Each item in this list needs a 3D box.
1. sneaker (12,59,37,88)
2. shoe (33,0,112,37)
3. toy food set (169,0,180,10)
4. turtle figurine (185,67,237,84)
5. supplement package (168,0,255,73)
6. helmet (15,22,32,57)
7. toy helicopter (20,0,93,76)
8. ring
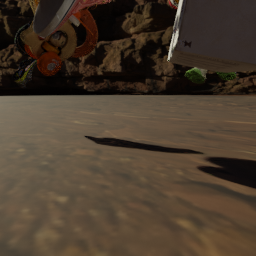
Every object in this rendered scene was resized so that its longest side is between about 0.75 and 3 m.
[{"bbox_3d":[-3.633,-1.977,9.998,0.504,0.553,1.365,7,51,14],"label":"sneaker"},{"bbox_3d":[-1.031,-2.863,6.169,1.101,2.421,0.865,12,39,-51],"label":"shoe"},{"bbox_3d":[2.361,-3.945,9.923,2.823,1.270,1.348,3,46,-36],"label":"toy food set"},{"bbox_3d":[2.552,-2.961,8.372,2.082,2.806,2.894,12,-19,5],"label":"turtle figurine"},{"bbox_3d":[1.763,-2.037,5.533,1.598,1.659,2.917,11,12,4],"label":"supplement package"},{"bbox_3d":[-3.464,-3.079,9.943,1.064,1.116,1.116,-44,-8,20],"label":"helmet"},{"bbox_3d":[-1.972,-2.820,7.204,1.835,2.775,1.094,-32,61,-13],"label":"toy helicopter"},{"bbox_3d":[-2.143,-3.463,9.840,2.270,2.270,0.218,3,45,23],"label":"ring"}]
